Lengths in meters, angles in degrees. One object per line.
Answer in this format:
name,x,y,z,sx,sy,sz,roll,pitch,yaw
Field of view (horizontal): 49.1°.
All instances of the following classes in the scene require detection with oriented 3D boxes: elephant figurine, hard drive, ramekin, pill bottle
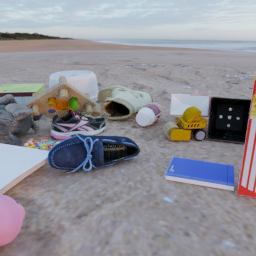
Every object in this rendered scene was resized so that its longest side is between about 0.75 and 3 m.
elephant figurine,-3.902,-0.142,9.031,1.795,1.637,2.314,-22,19,-17
hard drive,1.885,1.148,7.272,1.626,0.206,1.072,7,21,18
ramekin,-2.848,-2.178,14.704,2.709,1.422,2.709,-1,20,0
pill bottle,0.832,-0.531,11.183,0.732,0.732,1.296,9,21,25

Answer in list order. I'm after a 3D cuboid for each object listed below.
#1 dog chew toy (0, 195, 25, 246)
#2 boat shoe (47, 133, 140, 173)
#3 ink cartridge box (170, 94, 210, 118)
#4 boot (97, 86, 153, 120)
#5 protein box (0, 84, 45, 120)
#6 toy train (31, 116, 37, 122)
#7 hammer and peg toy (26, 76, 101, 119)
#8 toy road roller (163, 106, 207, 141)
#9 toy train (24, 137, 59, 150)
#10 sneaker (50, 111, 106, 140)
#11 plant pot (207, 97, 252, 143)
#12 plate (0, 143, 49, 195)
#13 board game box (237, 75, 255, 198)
dog chew toy,-2.694,1.677,4.353,1.356,1.356,2.177,19,20,42
boat shoe,-0.848,0.578,7.565,2.534,1.066,0.870,-13,13,-27
ink cartridge box,2.548,-0.826,11.248,1.414,0.819,2.427,4,2,16
boot,-0.605,-1.144,12.499,2.861,1.031,2.213,13,24,27
protein box,-4.659,-1.162,12.195,1.803,1.216,1.790,-2,20,-5
toy train,-4.922,-0.338,11.081,2.610,0.445,0.598,1,23,3
hammer and peg toy,-2.207,-0.702,10.401,1.880,0.901,2.556,-24,-31,22
toy road roller,2.001,-0.176,9.694,1.450,1.059,0.891,-2,20,-6
toy train,-2.687,0.442,8.508,1.324,0.368,0.994,-7,11,21
sneaker,-1.729,-0.201,10.019,2.081,0.898,0.836,-12,25,-32
plant pot,3.580,-0.336,9.807,1.453,1.457,1.292,6,9,16
plate,-3.868,1.150,6.861,2.982,0.483,2.988,6,21,18
board game box,3.546,0.333,5.870,2.036,2.688,0.622,7,22,21
